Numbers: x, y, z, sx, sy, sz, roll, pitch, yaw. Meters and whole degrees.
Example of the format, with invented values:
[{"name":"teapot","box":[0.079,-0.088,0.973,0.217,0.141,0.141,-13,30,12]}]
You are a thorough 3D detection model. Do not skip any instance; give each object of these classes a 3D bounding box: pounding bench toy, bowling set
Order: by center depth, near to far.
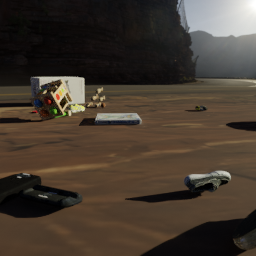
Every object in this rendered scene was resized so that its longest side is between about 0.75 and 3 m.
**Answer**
[{"name":"pounding bench toy","box":[-2.951,-0.859,11.343,1.033,1.663,1.297,-12,33,20]},{"name":"bowling set","box":[-1.628,-1.476,15.651,0.959,1.379,0.740,43,25,1]}]

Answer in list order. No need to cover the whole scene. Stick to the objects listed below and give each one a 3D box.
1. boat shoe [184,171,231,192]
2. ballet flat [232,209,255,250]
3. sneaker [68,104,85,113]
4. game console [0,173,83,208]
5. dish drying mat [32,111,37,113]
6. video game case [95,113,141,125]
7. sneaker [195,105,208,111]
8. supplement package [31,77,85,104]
[{"name":"boat shoe","box":[1.241,0.859,4.268,0.789,0.284,0.280,-5,40,-16]},{"name":"ballet flat","box":[1.933,0.980,3.116,1.817,0.516,0.604,-13,-16,-23]},{"name":"sneaker","box":[-2.492,-0.996,13.741,0.398,0.403,1.055,5,11,28]},{"name":"game console","box":[-1.437,0.959,4.062,1.593,0.192,0.939,4,12,27]},{"name":"dish drying mat","box":[-4.242,-0.823,13.699,0.365,0.086,0.950,5,13,28]},{"name":"video game case","box":[-0.405,-0.377,10.998,1.685,0.203,1.848,-1,11,-3]},{"name":"sneaker","box":[3.775,-1.024,14.217,0.317,0.279,0.750,-7,13,-32]},{"name":"supplement package","box":[-4.301,-2.298,17.217,2.833,1.656,1.662,-8,14,-35]}]
